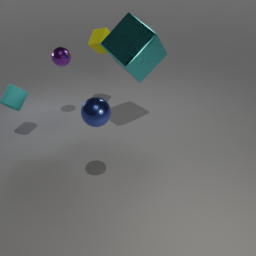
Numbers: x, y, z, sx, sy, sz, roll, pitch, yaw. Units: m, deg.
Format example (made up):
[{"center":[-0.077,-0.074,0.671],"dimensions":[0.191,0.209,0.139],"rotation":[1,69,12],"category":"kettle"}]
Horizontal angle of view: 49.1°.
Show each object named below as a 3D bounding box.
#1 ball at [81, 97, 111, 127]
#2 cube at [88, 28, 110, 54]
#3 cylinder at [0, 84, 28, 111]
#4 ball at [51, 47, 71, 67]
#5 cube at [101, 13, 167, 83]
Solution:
[{"center":[-0.742,-0.367,6.499],"dimensions":[0.700,0.700,0.700],"rotation":[0,30,0],"category":"ball"},{"center":[-1.011,-3.406,11.007],"dimensions":[0.700,0.700,0.700],"rotation":[8,-16,38],"category":"cube"},{"center":[-3.952,-1.043,9.725],"dimensions":[0.700,0.700,0.700],"rotation":[16,77,26],"category":"cylinder"},{"center":[-2.451,-2.612,10.277],"dimensions":[0.700,0.700,0.700],"rotation":[0,30,0],"category":"ball"},{"center":[0.224,-2.664,9.455],"dimensions":[1.400,1.400,1.400],"rotation":[47,7,24],"category":"cube"}]
